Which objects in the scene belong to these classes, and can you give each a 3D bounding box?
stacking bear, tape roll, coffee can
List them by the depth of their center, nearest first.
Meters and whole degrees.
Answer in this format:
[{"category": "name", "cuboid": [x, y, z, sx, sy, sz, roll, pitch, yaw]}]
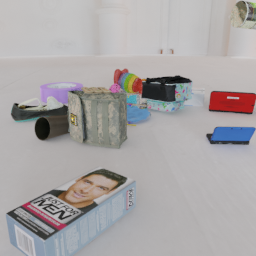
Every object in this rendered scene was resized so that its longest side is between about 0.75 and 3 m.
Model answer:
[{"category": "coffee can", "cuboid": [3.870, -3.470, 8.691, 1.072, 0.785, 0.785, -1, 19, -17]}, {"category": "tape roll", "cuboid": [-3.949, -2.150, 16.813, 2.521, 0.827, 2.521, -1, 19, 0]}, {"category": "stacking bear", "cuboid": [0.374, -2.935, 18.386, 2.398, 1.363, 1.456, 24, 25, 29]}]

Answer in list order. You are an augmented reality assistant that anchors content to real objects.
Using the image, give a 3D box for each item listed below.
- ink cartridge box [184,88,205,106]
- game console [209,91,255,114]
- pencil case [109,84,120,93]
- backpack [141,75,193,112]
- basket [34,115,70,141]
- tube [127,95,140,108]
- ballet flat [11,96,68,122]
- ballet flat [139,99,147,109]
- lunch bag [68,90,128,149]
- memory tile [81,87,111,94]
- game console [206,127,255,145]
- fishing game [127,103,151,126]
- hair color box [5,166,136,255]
[{"category": "ink cartridge box", "cuboid": [3.771, -1.876, 16.165, 1.238, 0.724, 2.134, 5, 20, 14]}, {"category": "game console", "cuboid": [5.217, -1.410, 14.173, 2.102, 1.811, 1.247, 5, 46, 15]}, {"category": "pencil case", "cuboid": [-0.836, -2.403, 17.783, 0.706, 0.684, 1.508, -36, 16, 15]}, {"category": "backpack", "cuboid": [2.113, -1.826, 14.292, 2.163, 1.834, 2.437, 13, 27, 39]}, {"category": "basket", "cuboid": [-2.761, -0.069, 10.799, 1.257, 0.855, 1.133, -14, -11, -47]}, {"category": "tube", "cuboid": [-0.770, -1.303, 14.790, 2.780, 0.700, 1.076, -3, 9, 17]}, {"category": "ballet flat", "cuboid": [-3.894, -0.906, 12.976, 2.883, 0.986, 0.980, -8, 25, -23]}, {"category": "ballet flat", "cuboid": [1.168, -1.404, 15.083, 1.620, 0.583, 0.583, -18, 26, -40]}, {"category": "lunch bag", "cuboid": [-1.223, -0.377, 10.157, 2.237, 1.835, 1.315, 6, 20, 16]}, {"category": "memory tile", "cuboid": [-1.163, -1.373, 10.114, 0.956, 0.105, 1.248, -2, 15, -18]}, {"category": "game console", "cuboid": [3.693, 0.147, 10.205, 1.415, 0.837, 1.207, 2, 20, 2]}, {"category": "fishing game", "cuboid": [0.201, -0.586, 13.078, 1.733, 0.376, 2.421, 4, 27, 13]}, {"category": "hair color box", "cuboid": [-1.041, 1.707, 5.845, 1.224, 0.750, 2.472, 14, 23, 36]}]
